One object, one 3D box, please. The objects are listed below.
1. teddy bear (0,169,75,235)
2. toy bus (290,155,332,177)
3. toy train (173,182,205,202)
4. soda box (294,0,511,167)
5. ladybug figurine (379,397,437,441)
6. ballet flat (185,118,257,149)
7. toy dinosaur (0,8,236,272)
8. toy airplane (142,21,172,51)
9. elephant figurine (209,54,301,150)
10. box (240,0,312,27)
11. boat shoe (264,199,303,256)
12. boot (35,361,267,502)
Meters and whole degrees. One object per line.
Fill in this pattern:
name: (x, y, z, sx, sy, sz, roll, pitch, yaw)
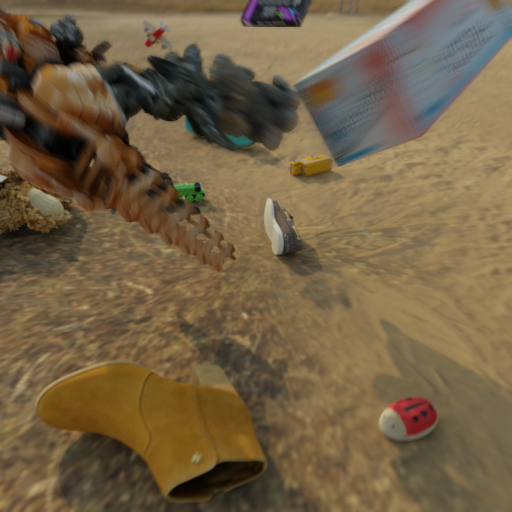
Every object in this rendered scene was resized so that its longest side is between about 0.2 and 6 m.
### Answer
teddy bear: (-5.612, -1.057, 10.687, 4.236, 1.414, 3.071, -6, 36, -26)
toy bus: (1.303, -2.135, 13.353, 1.028, 0.335, 0.402, -19, 35, -31)
toy train: (-1.783, -1.314, 11.802, 1.432, 0.404, 0.299, -7, 30, -12)
soda box: (2.326, -2.883, 8.034, 1.392, 1.294, 4.069, -13, 24, 49)
ladybug figurine: (1.735, 1.808, 6.330, 0.748, 0.269, 0.508, -15, 33, -26)
ballet flat: (-0.759, -3.564, 15.416, 2.803, 0.974, 0.974, 23, 37, 35)
toy dinosaur: (-2.227, -1.559, 7.305, 2.603, 5.096, 3.459, -33, -13, 28)
toy airplane: (-2.088, -4.615, 11.757, 0.605, 0.607, 0.429, -4, -10, -27)
elephant figurine: (-0.307, -2.523, 8.823, 1.832, 1.422, 1.296, 14, 41, -35)
box: (0.385, -4.548, 10.243, 1.173, 0.212, 0.838, 11, 66, 24)
boat shoe: (0.472, -0.557, 10.308, 0.475, 0.573, 1.595, 0, 33, -10)
boot: (-1.113, 1.825, 5.763, 2.235, 0.787, 1.600, -4, 28, -17)
